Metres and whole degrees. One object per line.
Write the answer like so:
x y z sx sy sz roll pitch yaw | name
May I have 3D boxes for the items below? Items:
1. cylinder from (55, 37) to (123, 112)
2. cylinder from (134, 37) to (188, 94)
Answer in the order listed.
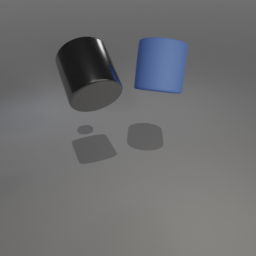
-1.018 -1.359 7.251 1.400 1.400 1.400 -13 67 -22 | cylinder
0.938 -1.759 8.088 1.400 1.400 1.400 6 7 -1 | cylinder
